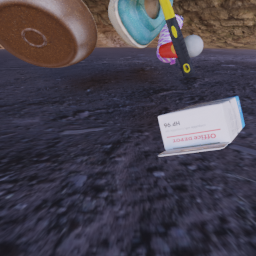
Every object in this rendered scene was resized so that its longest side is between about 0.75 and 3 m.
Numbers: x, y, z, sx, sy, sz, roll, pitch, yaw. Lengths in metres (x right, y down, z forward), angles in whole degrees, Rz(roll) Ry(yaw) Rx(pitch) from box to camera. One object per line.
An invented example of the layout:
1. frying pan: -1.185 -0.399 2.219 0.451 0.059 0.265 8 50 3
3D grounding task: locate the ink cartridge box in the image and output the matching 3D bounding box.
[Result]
1. ink cartridge box: 0.860 -0.055 3.280 0.740 0.433 1.275 -11 4 31

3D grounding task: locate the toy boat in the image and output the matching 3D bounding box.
1. toy boat: 0.830 -2.752 6.995 1.266 2.290 2.724 4 -28 44

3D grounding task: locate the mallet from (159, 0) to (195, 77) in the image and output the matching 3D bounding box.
1. mallet: 0.792 -1.993 4.714 0.781 2.373 0.488 -22 25 24

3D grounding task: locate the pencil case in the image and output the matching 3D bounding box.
1. pencil case: 1.553 -3.302 10.325 0.797 0.812 1.899 -7 54 36

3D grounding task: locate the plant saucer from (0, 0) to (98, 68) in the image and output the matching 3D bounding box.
1. plant saucer: -1.881 -1.992 5.799 2.469 2.469 0.452 4 63 12
